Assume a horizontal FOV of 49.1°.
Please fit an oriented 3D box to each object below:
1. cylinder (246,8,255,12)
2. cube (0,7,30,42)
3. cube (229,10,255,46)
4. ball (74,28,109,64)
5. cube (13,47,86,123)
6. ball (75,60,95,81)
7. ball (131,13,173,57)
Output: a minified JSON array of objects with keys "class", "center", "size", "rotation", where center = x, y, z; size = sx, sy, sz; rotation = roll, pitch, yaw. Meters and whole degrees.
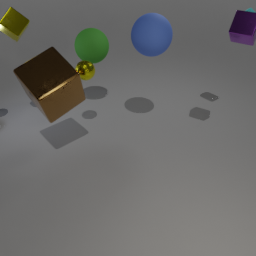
[{"class":"cylinder","center":[4.292,-3.737,9.921],"size":[0.700,0.700,0.700],"rotation":[-30,79,-37]},{"class":"cube","center":[-3.796,-3.430,9.322],"size":[0.700,0.700,0.700],"rotation":[-61,23,-12]},{"class":"cube","center":[3.476,-2.960,8.306],"size":[0.700,0.700,0.700],"rotation":[21,2,26]},{"class":"ball","center":[-1.472,-3.342,11.423],"size":[1.400,1.400,1.400],"rotation":[0,33,0]},{"class":"cube","center":[-2.336,-1.299,8.585],"size":[1.400,1.400,1.400],"rotation":[-38,70,-17]},{"class":"ball","center":[-1.493,-2.015,9.795],"size":[0.700,0.700,0.700],"rotation":[0,33,0]},{"class":"ball","center":[0.798,-3.131,9.453],"size":[1.400,1.400,1.400],"rotation":[0,33,0]}]
